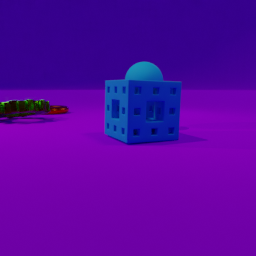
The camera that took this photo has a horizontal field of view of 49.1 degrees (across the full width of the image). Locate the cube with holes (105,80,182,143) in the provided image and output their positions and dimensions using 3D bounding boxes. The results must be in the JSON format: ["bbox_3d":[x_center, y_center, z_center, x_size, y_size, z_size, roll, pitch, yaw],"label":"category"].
[{"bbox_3d":[0.294,-0.423,6.389,1.272,1.272,1.272,-2,9,-26],"label":"cube with holes"}]

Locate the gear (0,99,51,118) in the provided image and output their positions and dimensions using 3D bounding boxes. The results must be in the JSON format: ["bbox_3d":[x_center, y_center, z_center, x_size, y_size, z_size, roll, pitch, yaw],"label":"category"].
[{"bbox_3d":[-3.750,-0.638,9.670,2.016,0.373,2.016,-7,-1,0],"label":"gear"}]

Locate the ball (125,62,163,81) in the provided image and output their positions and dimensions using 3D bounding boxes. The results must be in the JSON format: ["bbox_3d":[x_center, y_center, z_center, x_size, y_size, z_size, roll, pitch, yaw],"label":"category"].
[{"bbox_3d":[0.448,-1.307,7.848,1.067,1.067,1.067,0,8,0],"label":"ball"}]

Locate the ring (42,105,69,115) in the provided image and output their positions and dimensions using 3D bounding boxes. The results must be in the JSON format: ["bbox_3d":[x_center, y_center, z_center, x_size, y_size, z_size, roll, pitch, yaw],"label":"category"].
[{"bbox_3d":[-3.402,-0.811,12.372,1.570,0.314,1.570,0,8,0],"label":"ring"}]
